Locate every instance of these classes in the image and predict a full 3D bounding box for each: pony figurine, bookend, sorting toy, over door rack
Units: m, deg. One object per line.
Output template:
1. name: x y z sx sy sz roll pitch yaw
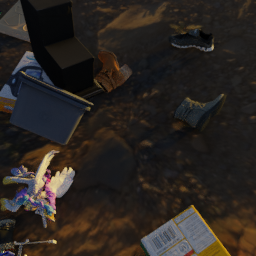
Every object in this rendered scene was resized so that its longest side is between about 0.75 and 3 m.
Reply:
1. pony figurine: -2.387 1.561 7.404 1.860 1.549 1.795 5 60 25
2. bookend: -1.958 -2.647 8.420 1.277 2.772 2.755 -27 58 -23
3. sorting toy: -4.556 -4.618 11.708 2.732 0.402 2.020 20 65 8
4. over door rack: -2.338 3.165 6.886 1.049 0.349 0.775 -2 59 -1

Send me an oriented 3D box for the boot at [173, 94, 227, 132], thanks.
1. boot: 2.359 -0.750 9.220 1.156 0.599 1.770 35 63 26

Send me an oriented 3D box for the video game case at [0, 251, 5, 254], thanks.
1. video game case: -2.650 3.732 6.434 1.480 0.132 1.059 29 84 17

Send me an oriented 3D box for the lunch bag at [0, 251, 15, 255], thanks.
1. lunch bag: -3.068 3.755 5.897 2.565 0.969 2.055 -7 62 9

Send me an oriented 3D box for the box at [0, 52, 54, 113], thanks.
1. box: -3.190 -1.647 9.767 1.643 0.573 2.761 12 61 7

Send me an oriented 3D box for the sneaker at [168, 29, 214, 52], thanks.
1. sneaker: 2.452 -3.483 10.755 1.806 0.817 0.600 12 58 8

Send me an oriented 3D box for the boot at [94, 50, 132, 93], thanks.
1. boot: -0.811 -2.043 10.002 1.624 0.598 1.256 38 68 23

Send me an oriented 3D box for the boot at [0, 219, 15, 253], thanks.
1. boot: -3.382 2.781 7.117 1.010 0.364 0.763 -11 61 -6

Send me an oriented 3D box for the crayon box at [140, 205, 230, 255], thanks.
1. crayon box: 1.629 3.367 6.571 1.597 0.655 2.541 -28 62 -16

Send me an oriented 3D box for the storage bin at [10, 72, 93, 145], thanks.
1. storage bin: -2.180 -0.494 7.772 2.019 1.469 1.356 25 93 -12
